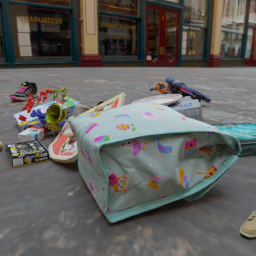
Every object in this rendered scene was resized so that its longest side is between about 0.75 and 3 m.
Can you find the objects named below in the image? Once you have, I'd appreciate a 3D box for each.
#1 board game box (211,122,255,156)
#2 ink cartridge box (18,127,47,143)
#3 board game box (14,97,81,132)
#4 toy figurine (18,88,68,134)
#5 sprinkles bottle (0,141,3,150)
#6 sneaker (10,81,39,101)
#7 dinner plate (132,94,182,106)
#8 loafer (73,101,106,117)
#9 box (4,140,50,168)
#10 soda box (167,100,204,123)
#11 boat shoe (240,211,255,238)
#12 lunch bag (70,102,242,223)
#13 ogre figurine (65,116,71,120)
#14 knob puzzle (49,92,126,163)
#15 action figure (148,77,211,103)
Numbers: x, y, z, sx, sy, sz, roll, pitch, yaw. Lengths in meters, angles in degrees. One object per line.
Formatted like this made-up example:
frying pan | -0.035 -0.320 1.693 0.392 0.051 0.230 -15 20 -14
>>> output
board game box | 2.816 0.296 7.901 2.796 0.394 1.891 -4 16 -14
ink cartridge box | -2.828 0.211 8.383 0.520 0.301 0.895 2 15 7
board game box | -2.879 -0.529 10.043 2.143 0.392 1.621 -24 24 -22
toy figurine | -2.180 -0.365 8.681 2.278 1.201 1.364 -3 -27 41
sprinkles bottle | -3.657 0.543 7.237 0.266 0.266 0.778 12 19 38
sneaker | -5.725 -2.064 15.446 0.819 0.972 2.221 5 16 17
dinner plate | 0.785 -0.714 7.726 1.407 0.171 1.407 -10 16 3
loafer | -0.906 -0.556 9.889 1.046 0.914 2.909 6 14 26
box | -2.542 0.609 7.007 0.874 0.270 1.095 -11 19 -29
soda box | 0.633 -0.095 7.549 2.670 0.847 0.912 -8 16 12
boat shoe | 1.947 1.371 4.197 0.798 0.265 0.295 -13 20 -40
lunch bag | 0.434 0.377 5.375 2.628 1.602 2.238 -12 18 -21
ogre figurine | -2.242 -0.299 10.145 0.464 0.380 0.774 -19 9 -19
knob puzzle | -1.150 -0.005 7.022 2.601 0.361 2.601 -28 25 14
action figure | 2.479 -1.443 13.468 2.817 1.474 2.725 21 14 -23
